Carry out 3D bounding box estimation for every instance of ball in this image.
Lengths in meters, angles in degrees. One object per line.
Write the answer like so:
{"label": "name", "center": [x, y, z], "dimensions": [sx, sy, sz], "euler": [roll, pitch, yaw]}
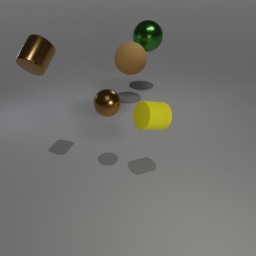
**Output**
{"label": "ball", "center": [0.113, -2.993, 12.083], "dimensions": [1.400, 1.400, 1.400], "euler": [0, 29, 0]}
{"label": "ball", "center": [-0.524, -0.632, 7.054], "dimensions": [0.700, 0.700, 0.700], "euler": [0, 29, 0]}
{"label": "ball", "center": [0.922, -4.269, 13.019], "dimensions": [1.400, 1.400, 1.400], "euler": [0, 29, 0]}

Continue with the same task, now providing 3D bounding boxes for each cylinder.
{"label": "cylinder", "center": [0.601, -0.304, 6.924], "dimensions": [0.700, 0.700, 0.700], "euler": [0, 24, -37]}
{"label": "cylinder", "center": [-2.184, -1.723, 6.659], "dimensions": [0.700, 0.700, 0.700], "euler": [13, 70, 22]}
